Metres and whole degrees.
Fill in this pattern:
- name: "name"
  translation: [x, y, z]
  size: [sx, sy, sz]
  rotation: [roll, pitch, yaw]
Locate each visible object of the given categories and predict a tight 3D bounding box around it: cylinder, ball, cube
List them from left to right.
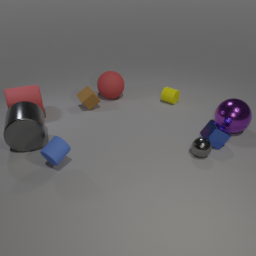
- name: "cylinder"
  translation: [-4.547, -1.112, 12.308]
  size: [1.400, 1.400, 1.400]
  rotation: [-12, 31, -21]
- name: "cylinder"
  translation: [-3.795, -0.078, 10.346]
  size: [1.400, 1.400, 1.400]
  rotation: [-8, 34, -14]
- name: "cylinder"
  translation: [-2.335, 0.733, 9.060]
  size: [0.700, 0.700, 0.700]
  rotation: [20, 59, 32]
- name: "cube"
  translation: [-1.854, -1.412, 13.178]
  size: [0.700, 0.700, 0.700]
  rotation: [-40, 50, 3]
- name: "ball"
  translation: [-0.876, -2.204, 14.293]
  size: [1.400, 1.400, 1.400]
  rotation: [0, 29, 0]
- name: "cylinder"
  translation: [2.109, -1.621, 13.927]
  size: [0.700, 0.700, 0.700]
  rotation: [23, 36, 31]
- name: "ball"
  translation: [2.563, 0.668, 9.759]
  size: [0.700, 0.700, 0.700]
  rotation: [0, 29, 0]
- name: "cube"
  translation: [3.219, 0.239, 10.356]
  size: [0.700, 0.700, 0.700]
  rotation: [27, 24, -19]
- name: "ball"
  translation: [4.194, -0.485, 11.197]
  size: [1.400, 1.400, 1.400]
  rotation: [0, 29, 0]
